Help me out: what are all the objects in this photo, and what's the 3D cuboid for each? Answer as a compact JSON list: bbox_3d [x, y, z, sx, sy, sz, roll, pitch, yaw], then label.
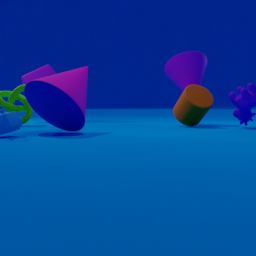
[{"bbox_3d":[2.125,-0.731,9.179,1.000,1.000,1.000,-1,-35,-19],"label":"cylinder"},{"bbox_3d":[-2.662,-0.152,6.074,0.664,0.523,1.067,-18,10,-24],"label":"teapot"},{"bbox_3d":[3.614,-0.673,8.522,0.670,1.201,1.220,-32,3,-12],"label":"cow figurine"},{"bbox_3d":[-3.824,-0.951,9.930,1.344,1.436,0.663,-47,10,-28],"label":"knot shape"},{"bbox_3d":[-3.695,-1.704,12.394,1.330,1.330,1.330,-34,-14,-26],"label":"cube"},{"bbox_3d":[2.278,-1.648,10.316,1.623,1.629,1.623,-5,-26,-3],"label":"cone"},{"bbox_3d":[-1.423,-1.064,7.107,1.645,1.645,1.652,3,48,33],"label":"cone"}]
